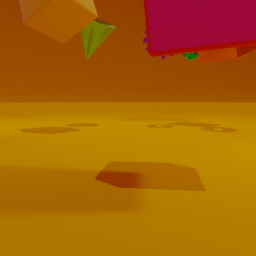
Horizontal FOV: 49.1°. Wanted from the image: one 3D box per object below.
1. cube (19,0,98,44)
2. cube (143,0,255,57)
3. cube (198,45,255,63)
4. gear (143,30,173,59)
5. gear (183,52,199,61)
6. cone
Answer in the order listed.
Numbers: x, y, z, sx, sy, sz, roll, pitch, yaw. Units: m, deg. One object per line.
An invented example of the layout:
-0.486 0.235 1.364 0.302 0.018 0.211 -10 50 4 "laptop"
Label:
-1.505 -2.704 5.945 1.104 1.104 1.104 -27 -20 28 "cube"
0.568 -1.027 2.168 0.836 0.836 0.836 -4 14 10 "cube"
2.729 -2.592 7.872 1.174 1.174 1.174 -29 24 -36 "cube"
1.379 -3.548 11.172 1.509 1.509 0.279 1 30 13 "gear"
1.504 -2.314 7.348 0.202 1.095 1.095 -23 -9 34 "gear"
-1.008 -2.394 7.682 1.116 1.120 1.116 16 24 -7 "cone"
